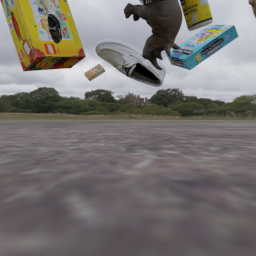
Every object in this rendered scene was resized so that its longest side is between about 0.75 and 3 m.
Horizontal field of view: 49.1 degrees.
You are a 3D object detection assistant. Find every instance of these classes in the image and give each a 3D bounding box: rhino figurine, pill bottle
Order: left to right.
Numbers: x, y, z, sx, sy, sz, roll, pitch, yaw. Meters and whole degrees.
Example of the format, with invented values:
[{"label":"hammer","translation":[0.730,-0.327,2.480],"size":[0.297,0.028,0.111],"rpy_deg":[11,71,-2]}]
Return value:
[{"label":"rhino figurine","translation":[0.494,-2.170,5.134],"size":[1.024,2.343,0.700],"rpy_deg":[5,32,25]},{"label":"pill bottle","translation":[1.238,-2.304,5.208],"size":[0.486,0.868,0.486],"rpy_deg":[-19,11,4]}]

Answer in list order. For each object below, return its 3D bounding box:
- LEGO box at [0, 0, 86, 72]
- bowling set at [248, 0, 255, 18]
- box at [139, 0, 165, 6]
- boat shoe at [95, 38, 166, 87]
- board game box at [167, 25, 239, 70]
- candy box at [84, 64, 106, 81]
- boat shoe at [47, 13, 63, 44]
[{"label":"LEGO box","translation":[-2.798,-3.326,9.296],"size":[1.947,2.614,1.009],"rpy_deg":[-16,-3,-44]},{"label":"bowling set","translation":[4.318,-4.011,8.146],"size":[0.845,1.574,1.095],"rpy_deg":[39,-22,-34]},{"label":"box","translation":[0.615,-2.321,3.275],"size":[1.144,0.361,1.451],"rpy_deg":[-18,-39,-7]},{"label":"boat shoe","translation":[0.082,-2.432,10.844],"size":[2.964,0.974,1.066],"rpy_deg":[26,-45,-14]},{"label":"board game box","translation":[2.098,-2.369,8.099],"size":[1.656,0.389,1.250],"rpy_deg":[-35,25,-3]},{"label":"candy box","translation":[-1.454,-2.421,12.203],"size":[0.835,0.231,0.482],"rpy_deg":[-35,51,-9]},{"label":"boat shoe","translation":[-2.070,-2.797,7.931],"size":[0.360,0.287,0.952],"rpy_deg":[9,-27,13]}]
